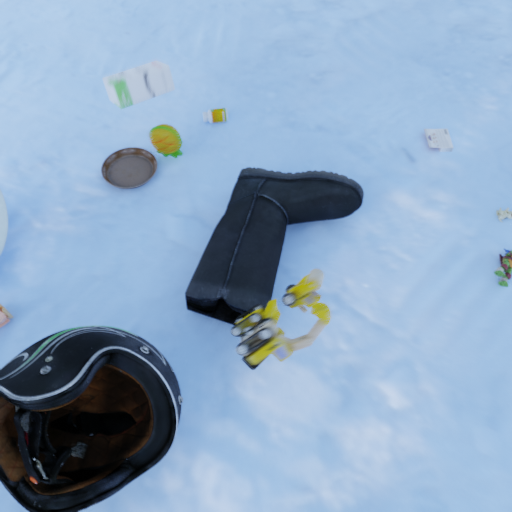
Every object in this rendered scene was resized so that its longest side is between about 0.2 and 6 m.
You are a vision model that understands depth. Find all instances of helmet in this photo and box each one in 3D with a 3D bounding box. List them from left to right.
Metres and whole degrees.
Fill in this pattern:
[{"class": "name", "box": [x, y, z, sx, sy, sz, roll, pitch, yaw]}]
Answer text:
[{"class": "helmet", "box": [-2.512, 2.269, 8.407, 2.665, 2.665, 2.541, 39, 36, 24]}]

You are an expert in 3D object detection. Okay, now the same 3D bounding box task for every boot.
[{"class": "boot", "box": [0.422, -0.176, 10.925, 2.831, 1.128, 3.435, 6, 49, 19]}]

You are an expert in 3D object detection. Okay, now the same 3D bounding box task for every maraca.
[{"class": "maraca", "box": [-2.032, -2.571, 12.700, 0.740, 1.079, 0.577, 11, 64, 8]}]

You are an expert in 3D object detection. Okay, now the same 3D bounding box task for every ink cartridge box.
[{"class": "ink cartridge box", "box": [-2.333, -3.425, 11.149, 1.186, 0.498, 0.863, -25, 35, -17]}, {"class": "ink cartridge box", "box": [4.348, -2.771, 13.405, 0.591, 0.150, 0.671, 0, 55, -1]}]

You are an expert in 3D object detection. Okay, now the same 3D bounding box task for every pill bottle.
[{"class": "pill bottle", "box": [-1.003, -3.440, 13.761, 0.595, 0.331, 0.331, -8, 55, -6]}]

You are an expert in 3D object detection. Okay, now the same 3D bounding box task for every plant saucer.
[{"class": "plant saucer", "box": [-2.887, -1.969, 12.815, 1.273, 0.204, 1.273, 0, 54, 0]}]

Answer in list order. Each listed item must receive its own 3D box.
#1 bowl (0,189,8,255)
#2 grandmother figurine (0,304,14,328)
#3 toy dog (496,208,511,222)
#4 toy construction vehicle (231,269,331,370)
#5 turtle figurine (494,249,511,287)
[{"class": "bowl", "box": [-6.724, -0.614, 10.611, 3.489, 1.568, 3.489, 18, 61, -37]}, {"class": "grandmother figurine", "box": [-5.142, 1.455, 10.330, 1.320, 0.400, 0.800, -44, 41, -23]}, {"class": "toy dog", "box": [5.383, -0.886, 12.044, 0.333, 0.233, 0.323, 3, 68, 1]}, {"class": "toy construction vehicle", "box": [0.388, 1.061, 8.668, 1.819, 1.584, 0.641, -36, 99, 18]}, {"class": "turtle figurine", "box": [5.148, 0.207, 11.036, 0.876, 0.630, 0.849, 35, 66, 26]}]
